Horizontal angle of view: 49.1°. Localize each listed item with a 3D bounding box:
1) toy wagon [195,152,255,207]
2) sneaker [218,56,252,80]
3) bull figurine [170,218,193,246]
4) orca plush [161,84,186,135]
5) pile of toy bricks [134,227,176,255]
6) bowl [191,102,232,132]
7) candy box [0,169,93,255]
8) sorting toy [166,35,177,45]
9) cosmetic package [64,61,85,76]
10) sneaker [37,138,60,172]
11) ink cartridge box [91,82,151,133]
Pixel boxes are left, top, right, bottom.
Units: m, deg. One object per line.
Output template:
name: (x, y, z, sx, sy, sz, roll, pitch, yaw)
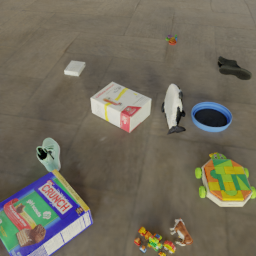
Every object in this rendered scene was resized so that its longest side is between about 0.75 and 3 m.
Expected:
toy wagon: (3.037, 1.520, 8.986, 1.655, 0.422, 2.133, 0, 44, 0)
sneaker: (5.156, -2.930, 13.567, 1.834, 0.551, 0.957, 20, 52, 24)
bull figurine: (1.443, 2.860, 7.704, 0.483, 0.259, 0.796, -19, 46, -17)
orca plush: (2.041, -0.689, 11.029, 0.859, 1.272, 2.417, 22, 36, -22)
pile of toy bricks: (0.670, 2.996, 7.351, 1.089, 0.538, 0.604, 28, 50, 26)
bowl: (3.301, -0.438, 11.130, 1.571, 0.308, 1.571, 0, 44, 0)
candy box: (-2.379, 2.450, 7.701, 2.177, 0.839, 1.841, -31, 51, -29)
sorting toy: (2.519, -5.111, 15.974, 0.582, 0.398, 0.969, -9, 44, -9)
cosmetic package: (-2.611, -2.952, 13.813, 0.725, 0.249, 0.962, 11, 45, 9)
sneaker: (-2.719, 0.699, 9.435, 0.569, 0.912, 1.546, -27, 47, -2)
ink cartridge box: (-0.294, -0.887, 11.210, 1.998, 0.833, 1.450, 27, 50, 26)
